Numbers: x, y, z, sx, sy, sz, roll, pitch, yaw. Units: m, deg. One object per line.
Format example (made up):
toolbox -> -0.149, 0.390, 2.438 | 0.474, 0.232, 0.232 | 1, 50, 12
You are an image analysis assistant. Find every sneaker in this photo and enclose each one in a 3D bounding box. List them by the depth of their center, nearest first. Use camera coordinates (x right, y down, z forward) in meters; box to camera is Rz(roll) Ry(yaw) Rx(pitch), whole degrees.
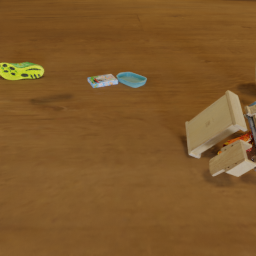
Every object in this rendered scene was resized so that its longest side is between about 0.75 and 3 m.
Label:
sneaker -> 2.782, 0.412, 7.088 | 0.581, 0.549, 1.505 | 26, 39, 38
sneaker -> -4.447, -2.382, 11.675 | 1.866, 0.691, 0.780 | 3, 21, -7

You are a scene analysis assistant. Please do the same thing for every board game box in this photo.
board game box -> -1.017, -1.893, 11.211 | 1.019, 0.186, 0.771 | -12, 33, -20

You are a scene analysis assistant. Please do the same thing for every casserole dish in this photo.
casserole dish -> 0.140, -1.923, 11.196 | 0.811, 0.260, 1.338 | -27, 40, -36

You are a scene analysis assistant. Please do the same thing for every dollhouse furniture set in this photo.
dollhouse furniture set -> 2.846, 0.560, 6.907 | 2.279, 1.487, 2.151 | 22, 49, -23
